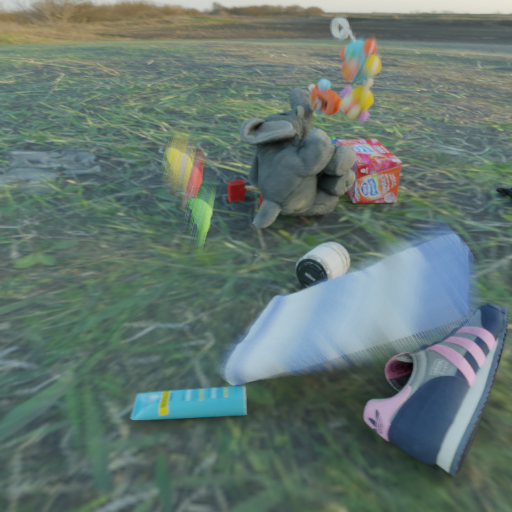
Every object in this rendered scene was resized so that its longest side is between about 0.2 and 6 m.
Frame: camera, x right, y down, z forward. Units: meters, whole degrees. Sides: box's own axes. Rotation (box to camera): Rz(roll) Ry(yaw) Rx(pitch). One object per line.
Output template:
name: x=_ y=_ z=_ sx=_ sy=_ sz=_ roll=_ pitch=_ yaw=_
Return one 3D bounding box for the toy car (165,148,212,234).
toy car: x=-0.796 y=-0.816 z=7.287 sx=0.255 sy=1.074 sz=1.142 roll=-22 pitch=-9 yaw=3

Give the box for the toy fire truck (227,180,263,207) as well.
toy fire truck: x=0.311 y=-1.287 z=11.563 sx=1.594 sy=0.389 sz=1.124 roll=-10 pitch=28 yaw=-19

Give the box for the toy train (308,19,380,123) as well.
toy train: x=1.486 y=-3.190 z=10.272 sx=0.549 sy=1.975 sz=1.483 roll=-35 pitch=65 yaw=-27

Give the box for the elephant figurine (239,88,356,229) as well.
elephant figurine: x=0.519 y=-2.036 z=10.934 sx=2.117 sy=1.931 sz=2.729 roll=0 pitch=39 yaw=-41

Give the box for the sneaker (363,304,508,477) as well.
sneaker: x=2.013 y=1.140 z=6.015 sx=1.052 sy=0.900 sz=2.565 roll=18 pitch=30 yaw=26

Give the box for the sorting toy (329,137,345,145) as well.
sorting toy: x=1.317 y=-2.985 z=15.176 sx=2.217 sy=0.302 sz=1.249 roll=-3 pitch=22 yaw=-8

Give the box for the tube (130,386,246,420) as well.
tube: x=-0.696 y=1.556 z=5.899 sx=1.177 sy=0.297 sz=0.456 roll=-3 pitch=13 yaw=-2

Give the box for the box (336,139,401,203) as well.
box: x=2.368 y=-1.873 z=12.154 sx=0.952 sy=0.912 sz=1.911 roll=-2 pitch=26 yaw=-4

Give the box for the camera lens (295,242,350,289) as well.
camera lens: x=0.990 y=0.168 z=8.347 sx=0.595 sy=0.595 sz=0.744 roll=17 pitch=32 yaw=32

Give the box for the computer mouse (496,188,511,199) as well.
computer mouse: x=5.596 y=-1.224 z=11.616 sx=0.773 sy=0.294 sz=1.117 roll=-4 pitch=15 yaw=-9

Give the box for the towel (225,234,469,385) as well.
towel: x=1.005 y=0.558 z=6.137 sx=2.617 sy=0.312 sz=1.922 roll=-22 pitch=12 yaw=27
